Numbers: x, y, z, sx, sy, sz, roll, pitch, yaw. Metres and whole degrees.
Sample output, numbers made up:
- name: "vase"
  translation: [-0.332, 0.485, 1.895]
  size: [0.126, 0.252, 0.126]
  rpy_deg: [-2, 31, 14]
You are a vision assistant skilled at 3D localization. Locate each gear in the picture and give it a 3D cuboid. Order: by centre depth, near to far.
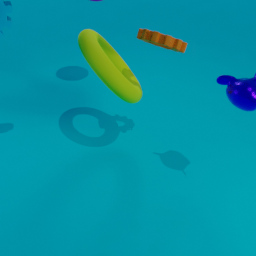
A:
- name: "gear"
  translation: [-2.750, -2.146, 5.074]
  size: [1.210, 1.210, 0.224]
  rpy_deg: [-15, 49, -19]
- name: "gear"
  translation: [0.733, -1.886, 6.073]
  size: [1.079, 0.200, 1.079]
  rpy_deg: [17, 14, -4]

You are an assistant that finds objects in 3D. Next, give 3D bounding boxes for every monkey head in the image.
- name: "monkey head"
  translation: [2.203, -0.724, 5.048]
  size: [0.670, 0.800, 1.113]
  rpy_deg: [-23, 57, -39]

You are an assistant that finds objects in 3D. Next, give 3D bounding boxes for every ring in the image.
- name: "ring"
  translation: [-0.385, -1.446, 6.622]
  size: [0.415, 2.074, 2.074]
  rpy_deg: [-37, 35, 15]

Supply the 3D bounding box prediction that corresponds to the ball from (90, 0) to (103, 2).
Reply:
- name: "ball"
  translation: [-0.967, -4.469, 8.296]
  size: [1.316, 1.316, 1.316]
  rpy_deg: [0, 37, 0]
